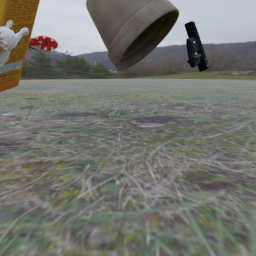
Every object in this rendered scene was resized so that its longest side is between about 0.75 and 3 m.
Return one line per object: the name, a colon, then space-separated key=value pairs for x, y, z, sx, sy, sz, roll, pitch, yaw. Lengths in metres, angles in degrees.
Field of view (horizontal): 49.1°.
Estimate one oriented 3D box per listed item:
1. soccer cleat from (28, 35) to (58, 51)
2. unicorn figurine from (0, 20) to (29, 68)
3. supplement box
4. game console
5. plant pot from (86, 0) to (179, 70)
soccer cleat: x=-3.118 y=-2.875 z=9.484 sx=1.482 sy=0.508 sz=0.631 roll=-3 pitch=20 yaw=-9
unicorn figurine: x=-2.034 y=-1.299 z=4.343 sx=0.625 sy=1.692 sz=1.162 roll=22 pitch=32 yaw=-12
supplement box: x=-2.578 y=-1.918 z=5.767 sx=0.851 sy=2.558 sz=0.880 roll=45 pitch=43 yaw=10
game console: x=2.075 y=-2.528 z=8.778 sx=0.335 sy=1.639 sz=2.779 roll=-17 pitch=11 yaw=23
plant pot: x=-0.050 y=-2.993 z=7.535 sx=2.186 sy=1.896 sz=2.186 roll=-40 pitch=-4 yaw=-3
